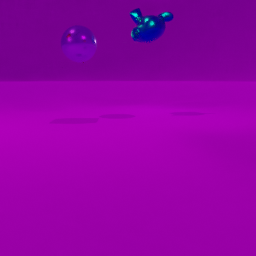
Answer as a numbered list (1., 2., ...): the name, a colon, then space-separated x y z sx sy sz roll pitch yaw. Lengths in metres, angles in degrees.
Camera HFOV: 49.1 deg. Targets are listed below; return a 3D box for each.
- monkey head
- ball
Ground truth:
1. monkey head: 0.658 -3.761 10.107 1.868 1.344 1.126 -34 14 -17
2. ball: -1.683 -2.882 9.622 1.229 1.229 1.229 0 10 0
